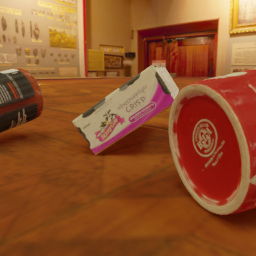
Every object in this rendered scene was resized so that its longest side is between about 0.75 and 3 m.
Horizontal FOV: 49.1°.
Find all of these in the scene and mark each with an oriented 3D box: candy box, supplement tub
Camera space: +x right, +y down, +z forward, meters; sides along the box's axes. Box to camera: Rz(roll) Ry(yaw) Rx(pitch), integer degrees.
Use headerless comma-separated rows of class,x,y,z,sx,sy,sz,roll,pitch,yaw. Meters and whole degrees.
candy box,0.160,-0.552,6.358,1.883,0.842,2.761,-33,3,17
supplement tub,-3.082,-0.416,5.843,1.276,1.276,2.387,10,27,38

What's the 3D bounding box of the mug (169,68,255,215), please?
mug,2.064,-0.305,3.477,2.788,2.475,1.860,-12,23,-18
